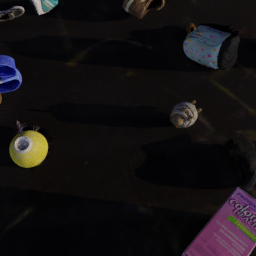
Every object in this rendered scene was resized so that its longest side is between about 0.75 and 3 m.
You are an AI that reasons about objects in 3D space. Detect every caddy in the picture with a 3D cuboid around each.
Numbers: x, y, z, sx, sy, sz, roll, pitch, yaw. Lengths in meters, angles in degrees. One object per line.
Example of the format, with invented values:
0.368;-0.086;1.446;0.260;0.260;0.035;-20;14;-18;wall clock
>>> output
-3.818;-1.498;8.125;1.405;0.993;0.737;-10;47;-7;caddy

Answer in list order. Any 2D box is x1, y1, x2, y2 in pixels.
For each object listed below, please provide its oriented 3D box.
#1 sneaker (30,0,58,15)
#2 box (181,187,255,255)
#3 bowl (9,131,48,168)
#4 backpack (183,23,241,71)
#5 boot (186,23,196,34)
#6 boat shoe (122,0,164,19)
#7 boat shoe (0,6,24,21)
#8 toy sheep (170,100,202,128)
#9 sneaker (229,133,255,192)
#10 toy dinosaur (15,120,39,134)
-2.439;-4.006;7.446;0.792;1.990;0.771;-29;67;-10;sneaker
1.674;2.123;5.066;0.776;1.412;1.606;37;60;25;box
-2.466;0.449;6.758;0.932;0.502;0.932;-1;71;2;bowl
2.572;-2.584;8.812;1.021;1.346;1.613;-41;57;-22;backpack
2.301;-3.524;10.047;0.374;0.384;1.017;4;52;6;boot
0.983;-5.052;10.971;1.034;1.033;2.796;43;62;4;boat shoe
-4.463;-4.313;10.655;1.057;0.379;0.358;-17;54;-10;boat shoe
1.518;-0.371;7.437;0.739;0.739;1.072;36;43;24;toy sheep
2.757;0.794;6.726;0.774;0.446;1.484;25;52;18;sneaker
-2.753;0.201;7.177;0.923;0.534;1.018;22;65;38;toy dinosaur
